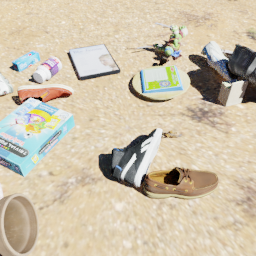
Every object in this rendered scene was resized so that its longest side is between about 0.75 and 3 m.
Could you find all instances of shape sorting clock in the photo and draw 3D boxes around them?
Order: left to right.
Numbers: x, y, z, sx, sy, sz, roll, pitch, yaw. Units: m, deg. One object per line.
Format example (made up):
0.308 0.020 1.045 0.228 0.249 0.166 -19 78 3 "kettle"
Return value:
1.490 -2.070 12.658 2.573 0.505 2.573 -6 43 6 "shape sorting clock"

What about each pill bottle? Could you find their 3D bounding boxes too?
-3.798 -2.713 13.154 0.769 0.769 1.380 17 47 17 "pill bottle"

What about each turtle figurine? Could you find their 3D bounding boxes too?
2.071 -4.787 14.639 2.309 1.662 2.239 27 43 15 "turtle figurine"

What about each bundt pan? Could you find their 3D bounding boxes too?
5.441 -2.330 11.819 2.883 1.082 2.883 30 18 -11 "bundt pan"

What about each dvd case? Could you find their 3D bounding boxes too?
-1.749 -3.429 14.268 2.007 0.247 2.813 -14 46 -14 "dvd case"

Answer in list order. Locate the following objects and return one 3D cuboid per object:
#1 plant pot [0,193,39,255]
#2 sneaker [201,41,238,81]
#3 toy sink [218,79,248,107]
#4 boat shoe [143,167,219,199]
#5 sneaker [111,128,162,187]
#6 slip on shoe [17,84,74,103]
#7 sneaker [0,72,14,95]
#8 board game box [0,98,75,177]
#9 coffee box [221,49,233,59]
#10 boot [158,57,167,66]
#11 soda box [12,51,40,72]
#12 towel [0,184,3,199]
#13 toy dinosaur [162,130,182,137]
-3.329 2.622 7.280 1.394 1.598 1.598 -16 43 11 "plant pot"
4.445 -3.092 13.620 0.955 0.963 2.657 6 49 -36 "sneaker"
4.356 -1.597 11.698 0.770 1.181 0.661 -14 46 -13 "toy sink"
1.660 1.643 8.606 2.390 0.807 0.860 -3 44 -3 "boat shoe"
0.211 0.729 9.488 1.369 0.894 2.448 17 48 15 "sneaker"
-3.475 -1.410 11.903 2.322 0.860 0.710 -4 76 -11 "slip on shoe"
-5.997 -2.079 12.515 0.879 0.736 1.985 -31 51 -31 "sneaker"
-3.653 0.193 10.220 2.121 0.659 2.809 20 48 20 "board game box"
5.003 -3.782 14.491 0.784 0.443 0.313 17 47 18 "coffee box"
1.718 -3.338 13.618 0.345 0.923 0.447 17 78 -8 "boot"
-5.077 -3.353 14.026 0.443 0.469 1.382 26 50 24 "soda box"
-4.707 1.908 8.760 1.362 0.230 1.427 -21 48 -19 "towel"
1.508 0.233 10.477 0.999 0.531 0.302 16 82 12 "toy dinosaur"
